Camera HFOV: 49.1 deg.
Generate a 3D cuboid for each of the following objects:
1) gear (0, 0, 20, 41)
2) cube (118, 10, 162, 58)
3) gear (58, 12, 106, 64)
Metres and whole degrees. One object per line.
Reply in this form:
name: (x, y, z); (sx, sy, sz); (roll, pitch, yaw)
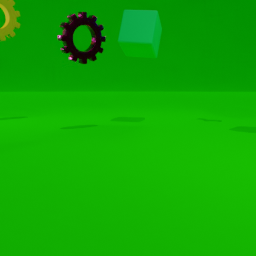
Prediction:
gear: (-4.209, -3.551, 8.865); (0.281, 1.518, 1.518); (11, 14, 43)
cube: (0.411, -2.974, 8.932); (1.077, 1.077, 1.077); (8, -8, 15)
gear: (-1.152, -2.275, 7.120); (1.239, 1.239, 0.229); (-6, 20, -37)
